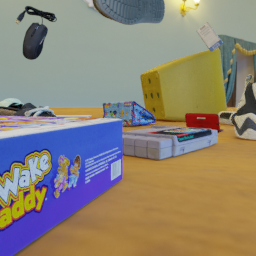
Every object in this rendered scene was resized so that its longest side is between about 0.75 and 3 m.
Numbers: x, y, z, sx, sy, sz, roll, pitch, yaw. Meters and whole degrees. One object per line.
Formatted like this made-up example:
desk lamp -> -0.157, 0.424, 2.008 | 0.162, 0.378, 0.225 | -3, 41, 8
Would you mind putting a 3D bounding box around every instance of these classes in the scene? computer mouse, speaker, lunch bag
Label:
computer mouse -> -3.074, -3.045, 8.724 | 1.171, 1.667, 0.384 | 23, -4, 4
speaker -> 3.542, -0.344, 9.743 | 0.461, 0.461, 1.136 | -1, 6, -6
lunch bag -> 0.100, -0.405, 9.585 | 1.241, 0.776, 1.649 | 0, -5, 34

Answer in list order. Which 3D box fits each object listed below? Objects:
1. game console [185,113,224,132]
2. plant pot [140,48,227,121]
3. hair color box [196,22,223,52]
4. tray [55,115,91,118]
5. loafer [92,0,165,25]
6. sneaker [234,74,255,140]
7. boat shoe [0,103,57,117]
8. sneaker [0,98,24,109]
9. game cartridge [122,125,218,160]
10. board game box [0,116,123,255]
game console -> 2.055, -0.153, 7.509 | 0.878, 0.757, 0.521 | 3, 32, 30
plant pot -> 2.135, -1.600, 11.950 | 2.541, 2.881, 2.881 | -12, 9, -18
hair color box -> 2.515, -2.816, 8.655 | 0.428, 0.865, 0.262 | -37, -33, 25
tray -> -2.562, -0.453, 12.375 | 1.763, 0.196, 0.947 | 0, 4, 3
loafer -> -0.037, -3.010, 6.994 | 0.860, 0.929, 2.470 | 15, 17, 37
sneaker -> 3.555, -0.596, 5.582 | 2.629, 1.711, 1.049 | 3, 7, 27
boat shoe -> -1.610, -0.030, 4.563 | 2.531, 0.763, 0.935 | 4, 6, 35
sneaker -> -4.804, -0.770, 11.813 | 1.438, 0.897, 2.437 | -4, 14, 13
game cartridge -> 0.580, 0.175, 4.803 | 1.316, 0.390, 2.030 | -1, 3, 39
board game box -> -1.384, 0.298, 1.786 | 1.859, 0.619, 2.766 | 2, 6, 19
